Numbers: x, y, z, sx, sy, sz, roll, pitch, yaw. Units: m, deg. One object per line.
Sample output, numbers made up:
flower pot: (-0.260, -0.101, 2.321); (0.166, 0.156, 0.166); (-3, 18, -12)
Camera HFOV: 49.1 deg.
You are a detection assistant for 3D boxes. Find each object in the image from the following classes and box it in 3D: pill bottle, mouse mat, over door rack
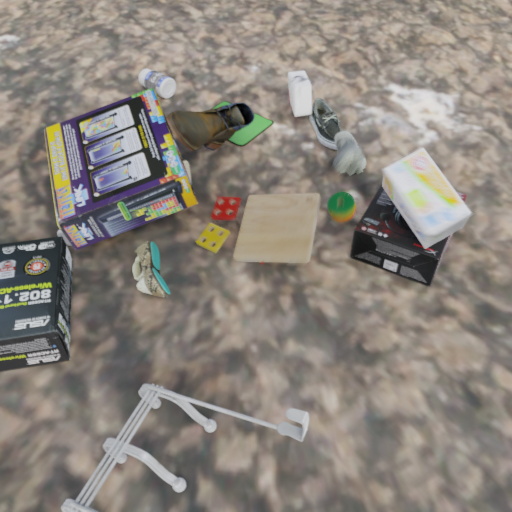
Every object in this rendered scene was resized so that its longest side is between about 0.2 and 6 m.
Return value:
pill bottle: (-2.693, -4.688, 15.170); (0.985, 0.561, 0.561); (32, 55, 28)
mouse mat: (-0.597, -3.404, 14.326); (1.731, 0.065, 1.392); (30, 53, 24)
pill bottle: (-3.673, -0.589, 11.466); (0.420, 0.420, 0.769); (19, 50, 17)
over door rack: (-0.889, 3.003, 7.591); (2.940, 0.979, 2.172); (2, 43, 31)

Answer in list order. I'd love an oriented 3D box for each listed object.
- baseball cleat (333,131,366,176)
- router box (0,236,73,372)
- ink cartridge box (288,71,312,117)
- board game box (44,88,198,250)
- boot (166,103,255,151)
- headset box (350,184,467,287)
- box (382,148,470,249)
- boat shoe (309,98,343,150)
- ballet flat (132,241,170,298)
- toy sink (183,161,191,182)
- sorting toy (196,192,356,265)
baseball cleat: (1.921, -2.275, 12.196); (0.656, 1.882, 1.002); (-27, 82, 13)
router box: (-4.788, 0.908, 9.725); (3.002, 0.933, 2.250); (-9, 48, -8)
ink cartridge box: (1.112, -4.142, 14.280); (0.458, 0.786, 1.085); (-7, 37, -1)
board game box: (-2.831, -1.858, 11.429); (2.552, 0.875, 3.088); (-22, 51, -1)
boot: (-0.958, -3.009, 12.289); (1.292, 0.996, 2.665); (-28, 1, 18)
headset box: (3.096, -0.666, 11.235); (1.668, 0.865, 2.241); (22, 52, 20)
box: (3.008, -1.036, 10.055); (0.841, 0.758, 1.495); (-30, 71, 0)
boat shoe: (1.729, -3.281, 13.821); (0.624, 0.614, 1.731); (-16, 49, -13)
ballet flat: (-2.036, 0.351, 10.618); (0.585, 0.527, 1.553); (-30, 45, 4)
toy sink: (-2.095, -1.805, 12.372); (1.137, 0.741, 0.637); (-21, 50, -17)
sorting toy: (0.374, -0.468, 11.031); (3.098, 0.524, 1.494); (1, 60, 21)
